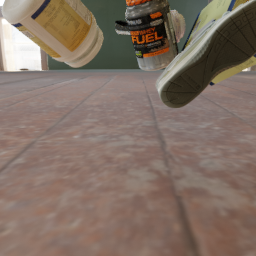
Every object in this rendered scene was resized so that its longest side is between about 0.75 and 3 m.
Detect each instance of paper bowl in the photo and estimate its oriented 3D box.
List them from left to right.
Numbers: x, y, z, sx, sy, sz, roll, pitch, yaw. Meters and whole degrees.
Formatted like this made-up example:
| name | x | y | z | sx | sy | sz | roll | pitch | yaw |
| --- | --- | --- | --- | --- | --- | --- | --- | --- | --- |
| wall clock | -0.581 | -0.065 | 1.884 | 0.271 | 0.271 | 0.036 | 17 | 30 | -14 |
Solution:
| name | x | y | z | sx | sy | sz | roll | pitch | yaw |
| --- | --- | --- | --- | --- | --- | --- | --- | --- | --- |
| paper bowl | 1.821 | -3.944 | 10.912 | 0.629 | 1.210 | 1.210 | -10 | 15 | -4 |

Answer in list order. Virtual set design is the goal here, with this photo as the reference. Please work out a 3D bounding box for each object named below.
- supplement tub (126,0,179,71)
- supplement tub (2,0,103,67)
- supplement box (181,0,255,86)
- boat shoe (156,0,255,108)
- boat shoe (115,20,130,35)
| name | x | y | z | sx | sy | sz | roll | pitch | yaw |
| --- | --- | --- | --- | --- | --- | --- | --- | --- | --- |
| supplement tub | 0.825 | -3.383 | 9.691 | 1.521 | 2.482 | 1.521 | -15 | 27 | 8 |
| supplement tub | -1.908 | -2.851 | 7.517 | 1.674 | 1.674 | 2.318 | 12 | -16 | 38 |
| supplement box | 3.276 | -3.111 | 9.119 | 1.635 | 2.436 | 2.433 | 31 | -21 | -15 |
| boat shoe | 1.613 | -1.488 | 5.480 | 0.969 | 2.630 | 0.843 | 36 | 21 | -28 |
| boat shoe | 0.150 | -3.920 | 10.846 | 1.573 | 0.445 | 0.540 | 11 | 56 | 29 |
